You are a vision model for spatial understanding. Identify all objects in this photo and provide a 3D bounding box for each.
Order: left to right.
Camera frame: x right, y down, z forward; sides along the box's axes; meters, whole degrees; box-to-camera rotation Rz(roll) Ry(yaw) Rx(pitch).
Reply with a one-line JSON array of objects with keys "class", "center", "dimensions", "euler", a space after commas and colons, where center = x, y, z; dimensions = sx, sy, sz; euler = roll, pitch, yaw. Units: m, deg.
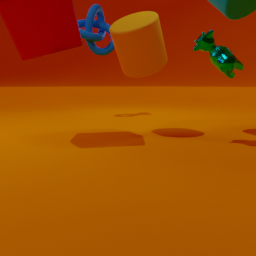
[{"class": "cube", "center": [-1.862, -2.477, 5.893], "dimensions": [1.348, 1.348, 1.348], "euler": [-17, 52, -8]}, {"class": "knot shape", "center": [-1.194, -3.706, 10.961], "dimensions": [0.882, 1.785, 1.908], "euler": [-16, 29, 53]}, {"class": "cylinder", "center": [0.284, -2.079, 6.981], "dimensions": [1.207, 1.207, 1.207], "euler": [-13, 38, 10]}, {"class": "cow figurine", "center": [1.829, -1.517, 5.727], "dimensions": [0.948, 0.529, 0.963], "euler": [21, 33, -40]}, {"class": "cylinder", "center": [2.311, -3.372, 6.189], "dimensions": [1.370, 1.370, 1.370], "euler": [-7, 53, -38]}]
